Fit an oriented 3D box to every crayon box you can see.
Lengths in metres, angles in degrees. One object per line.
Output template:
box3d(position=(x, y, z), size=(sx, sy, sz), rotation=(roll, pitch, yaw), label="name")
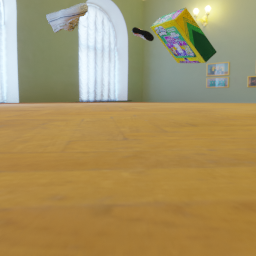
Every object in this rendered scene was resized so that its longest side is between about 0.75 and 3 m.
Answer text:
box3d(position=(2.153, -3.610, 11.287), size=(0.696, 2.061, 2.389), rotation=(-44, 21, -4), label="crayon box")

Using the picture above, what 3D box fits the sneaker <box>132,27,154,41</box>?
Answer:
box3d(position=(0.563, -3.506, 10.485), size=(0.878, 0.293, 0.470), rotation=(23, 12, -3), label="sneaker")

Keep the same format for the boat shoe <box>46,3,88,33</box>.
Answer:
box3d(position=(-2.382, -4.474, 11.548), size=(0.993, 0.902, 2.701), rotation=(-34, 30, -28), label="boat shoe")
